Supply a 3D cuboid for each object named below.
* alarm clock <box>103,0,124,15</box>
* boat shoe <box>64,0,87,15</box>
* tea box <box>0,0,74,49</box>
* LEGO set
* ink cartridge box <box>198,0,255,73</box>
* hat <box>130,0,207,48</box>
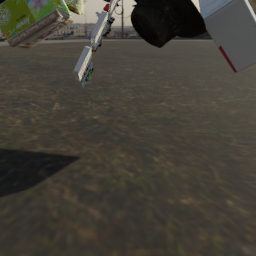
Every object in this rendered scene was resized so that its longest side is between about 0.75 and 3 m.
[{"bbox_3d":[-0.402,-3.718,7.574,0.860,1.276,0.425,-13,26,16],"label":"alarm clock"},{"bbox_3d":[-1.791,-4.448,9.550,0.949,0.851,2.564,19,21,-23],"label":"boat shoe"},{"bbox_3d":[-2.543,-3.126,7.242,1.574,1.549,1.052,-26,8,15],"label":"tea box"},{"bbox_3d":[-0.773,-1.813,5.850,0.606,1.844,2.468,25,-2,-6],"label":"LEGO set"},{"bbox_3d":[3.259,-3.490,8.839,1.213,2.113,2.909,-28,33,31],"label":"ink cartridge box"},{"bbox_3d":[0.749,-2.581,6.835,2.396,0.966,2.396,30,1,0],"label":"hat"}]
